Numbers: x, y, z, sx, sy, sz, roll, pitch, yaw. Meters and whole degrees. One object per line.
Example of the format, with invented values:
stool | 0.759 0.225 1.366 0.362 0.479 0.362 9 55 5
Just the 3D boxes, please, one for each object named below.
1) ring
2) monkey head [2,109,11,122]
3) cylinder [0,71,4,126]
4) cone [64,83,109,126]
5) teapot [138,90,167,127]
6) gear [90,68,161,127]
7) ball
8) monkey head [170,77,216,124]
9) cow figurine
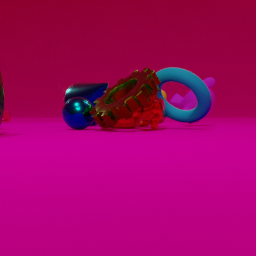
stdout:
ring | 1.197 -0.739 6.616 1.557 1.557 0.311 2 44 41
monkey head | -3.420 -0.624 6.268 1.574 1.132 0.948 28 24 12
cylinder | -2.533 -0.465 3.957 1.188 1.188 1.188 0 2 -8
cone | -0.932 -0.997 8.340 1.491 1.491 1.497 -1 -18 -33
teapot | 0.516 -0.752 8.251 0.994 2.030 1.262 37 -36 -2
gear | -0.076 -0.664 5.921 1.595 0.295 1.595 -30 25 16
ball | -1.129 -0.336 6.426 0.753 0.753 0.753 0 2 0
monkey head | 2.169 -0.908 9.477 1.411 1.961 1.182 30 -26 14
cow figurine | 0.060 -0.368 6.730 1.630 0.895 1.604 -4 0 -13
